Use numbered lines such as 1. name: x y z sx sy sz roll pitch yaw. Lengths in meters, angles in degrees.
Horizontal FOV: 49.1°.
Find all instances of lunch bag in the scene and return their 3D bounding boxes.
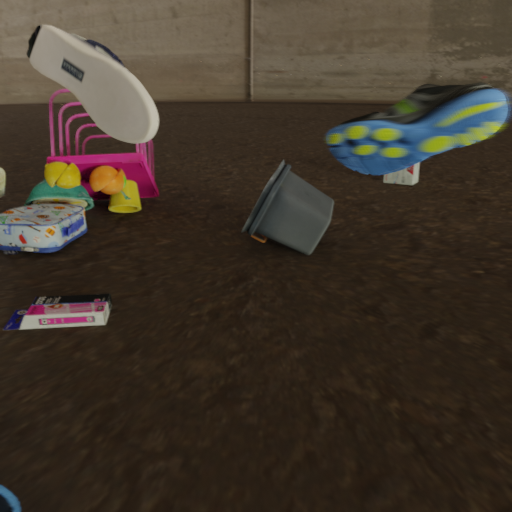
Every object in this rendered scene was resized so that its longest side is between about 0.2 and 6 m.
1. lunch bag: -4.040 -0.526 10.589 1.424 0.672 1.777 4 19 4

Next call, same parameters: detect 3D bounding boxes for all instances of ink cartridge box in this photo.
1. ink cartridge box: 4.097 -2.377 15.822 0.848 0.616 0.613 11 22 28
2. ink cartridge box: -2.686 0.757 7.629 1.334 0.247 0.632 -5 20 -6

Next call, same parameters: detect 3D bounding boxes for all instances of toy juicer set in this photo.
1. toy juicer set: -4.210 -1.245 11.683 3.377 0.919 2.149 -2 -8 -4

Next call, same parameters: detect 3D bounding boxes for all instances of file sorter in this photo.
1. file sorter: -3.373 -2.466 12.718 1.914 1.727 2.754 -4 -9 -4

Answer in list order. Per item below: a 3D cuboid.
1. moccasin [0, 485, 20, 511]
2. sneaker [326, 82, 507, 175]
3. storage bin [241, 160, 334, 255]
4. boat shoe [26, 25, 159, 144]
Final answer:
1. moccasin: -2.894 1.767 3.539 2.587 1.041 0.882 -1 17 1
2. sneaker: 2.231 -1.848 7.999 2.443 0.866 1.012 -14 31 19
3. storage bin: 0.652 -0.773 10.588 1.318 1.428 1.963 30 22 0
4. boat shoe: -2.060 -2.471 8.034 2.415 0.902 1.120 42 26 14
